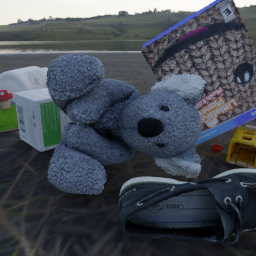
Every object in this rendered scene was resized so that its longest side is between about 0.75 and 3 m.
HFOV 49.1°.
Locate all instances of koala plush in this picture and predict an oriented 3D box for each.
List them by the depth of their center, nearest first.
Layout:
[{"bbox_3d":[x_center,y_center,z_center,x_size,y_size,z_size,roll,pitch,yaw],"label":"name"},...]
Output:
[{"bbox_3d":[0.153,-0.116,5.889,2.910,2.581,2.674,-1,1,8],"label":"koala plush"}]

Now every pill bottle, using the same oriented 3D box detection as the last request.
[{"bbox_3d":[-4.239,-1.856,12.219,1.572,1.572,2.749,5,20,14],"label":"pill bottle"}]

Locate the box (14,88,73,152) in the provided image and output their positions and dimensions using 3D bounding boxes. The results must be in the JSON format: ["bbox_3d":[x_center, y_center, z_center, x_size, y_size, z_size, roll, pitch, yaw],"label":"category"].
[{"bbox_3d":[-2.274,-0.299,7.890,1.227,1.425,1.432,-17,25,-40],"label":"box"}]

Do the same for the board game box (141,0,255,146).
[{"bbox_3d":[2.036,-1.417,7.192,2.288,2.870,1.390,-28,16,18],"label":"board game box"}]

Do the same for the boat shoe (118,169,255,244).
[{"bbox_3d":[1.173,1.210,4.036,2.817,1.053,0.934,2,18,11],"label":"boat shoe"}]

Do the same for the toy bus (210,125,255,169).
[{"bbox_3d":[2.930,0.341,6.848,1.441,0.789,1.527,-7,26,-15],"label":"toy bus"}]

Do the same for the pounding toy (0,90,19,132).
[{"bbox_3d":[-4.317,-0.823,9.730,2.034,1.223,2.635,2,19,5],"label":"pounding toy"}]
